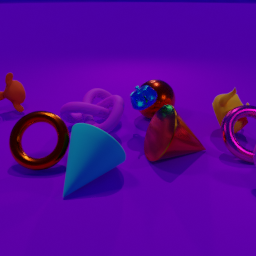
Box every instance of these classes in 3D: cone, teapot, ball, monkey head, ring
[{"bbox_3d":[-1.031,0.920,6.271,1.466,1.466,1.471,15,56,27],"label":"cone"},{"bbox_3d":[3.060,-0.505,8.198,0.968,1.977,1.229,-22,51,20],"label":"teapot"},{"bbox_3d":[0.903,-0.939,9.275,1.328,1.328,1.328,0,27,0],"label":"ball"},{"bbox_3d":[1.453,0.348,7.387,1.525,1.519,1.519,19,21,-20],"label":"cone"},{"bbox_3d":[-4.095,-1.187,9.715,0.990,1.377,0.830,-21,16,-29],"label":"monkey head"},{"bbox_3d":[0.405,-0.901,7.946,0.807,0.635,1.298,-33,17,2],"label":"teapot"},{"bbox_3d":[-2.174,0.291,6.868,1.493,1.493,0.299,1,-14,3],"label":"ring"},{"bbox_3d":[3.216,0.137,7.323,1.596,0.319,1.596,2,69,-4],"label":"ring"}]

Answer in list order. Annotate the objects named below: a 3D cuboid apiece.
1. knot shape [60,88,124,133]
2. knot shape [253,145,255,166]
[{"bbox_3d":[-1.103,-0.523,8.597,1.944,0.960,2.078,-8,24,-4],"label":"knot shape"},{"bbox_3d":[3.692,0.536,6.000,1.647,1.541,0.761,22,48,-22],"label":"knot shape"}]
